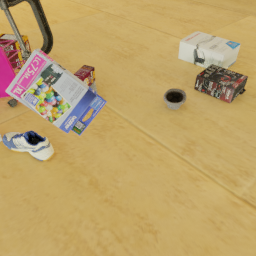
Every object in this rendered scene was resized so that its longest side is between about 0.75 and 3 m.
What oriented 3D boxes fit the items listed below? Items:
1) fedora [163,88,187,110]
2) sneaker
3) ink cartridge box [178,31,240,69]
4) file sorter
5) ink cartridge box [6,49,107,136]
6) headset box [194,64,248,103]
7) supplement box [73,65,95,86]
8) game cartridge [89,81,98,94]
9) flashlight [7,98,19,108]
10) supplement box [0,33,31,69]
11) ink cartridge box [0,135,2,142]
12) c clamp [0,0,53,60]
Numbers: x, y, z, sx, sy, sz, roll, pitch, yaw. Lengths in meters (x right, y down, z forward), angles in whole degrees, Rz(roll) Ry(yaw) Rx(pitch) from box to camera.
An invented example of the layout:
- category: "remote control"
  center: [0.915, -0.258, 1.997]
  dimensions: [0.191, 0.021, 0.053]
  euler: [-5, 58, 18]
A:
- category: "fedora"
  center: [1.893, -1.116, 11.372]
  dimensions: [0.918, 0.469, 1.038]
  euler: [6, 45, 9]
- category: "sneaker"
  center: [-3.352, 0.367, 9.317]
  dimensions: [2.014, 0.888, 0.758]
  euler: [14, 44, 18]
- category: "ink cartridge box"
  center: [4.072, -3.897, 14.198]
  dimensions: [2.452, 1.027, 1.779]
  euler: [30, 49, 30]
- category: "file sorter"
  center: [-5.049, -2.479, 11.625]
  dimensions: [1.394, 2.006, 1.258]
  euler: [-4, 35, 18]
- category: "ink cartridge box"
  center: [-1.854, -0.846, 7.514]
  dimensions: [2.310, 1.379, 0.485]
  euler: [36, 11, -19]
- category: "headset box"
  center: [4.100, -1.922, 12.112]
  dimensions: [1.939, 0.727, 1.441]
  euler: [28, 48, 29]
- category: "supplement box"
  center: [-1.876, -2.038, 11.689]
  dimensions: [0.523, 0.674, 1.222]
  euler: [16, 43, 17]
- category: "game cartridge"
  center: [-2.431, -1.509, 11.898]
  dimensions: [2.241, 0.465, 1.492]
  euler: [-8, 37, -9]
- category: "flashlight"
  center: [-4.406, -1.257, 11.639]
  dimensions: [0.392, 0.390, 1.153]
  euler: [51, 52, -10]
- category: "supplement box"
  center: [-5.631, -3.754, 13.755]
  dimensions: [1.406, 1.386, 0.933]
  euler: [8, 41, 9]
- category: "ink cartridge box"
  center: [-5.464, 0.481, 9.572]
  dimensions: [1.979, 0.388, 0.984]
  euler: [-26, 47, -29]
- category: "c clamp"
  center: [-3.502, -3.362, 9.223]
  dimensions: [0.368, 2.717, 2.321]
  euler: [8, 50, 26]
